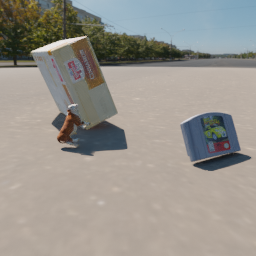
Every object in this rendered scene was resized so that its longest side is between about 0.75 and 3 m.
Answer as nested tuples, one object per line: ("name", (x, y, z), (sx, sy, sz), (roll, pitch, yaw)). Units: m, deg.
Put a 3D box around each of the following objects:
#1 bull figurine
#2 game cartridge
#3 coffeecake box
("bull figurine", (-1.183, -0.048, 6.077), (0.565, 0.931, 0.303), (28, 6, 9))
("game cartridge", (1.643, 0.129, 5.508), (1.321, 0.879, 0.270), (-8, -13, -31))
("coffeecake box", (-1.695, -1.422, 8.368), (1.056, 2.219, 2.890), (-29, 25, -19))
